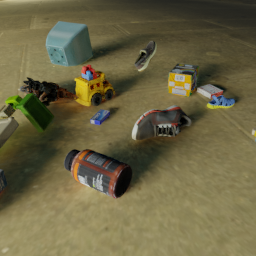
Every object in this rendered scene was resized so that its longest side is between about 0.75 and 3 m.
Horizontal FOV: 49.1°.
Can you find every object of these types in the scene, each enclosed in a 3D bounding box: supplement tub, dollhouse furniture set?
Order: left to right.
[{"bbox_3d":[-4.366,0.093,10.506,1.735,1.329,2.649,-4,44,34],"label":"dollhouse furniture set"},{"bbox_3d":[-0.928,1.245,8.250,1.955,1.046,1.046,19,37,26],"label":"supplement tub"}]

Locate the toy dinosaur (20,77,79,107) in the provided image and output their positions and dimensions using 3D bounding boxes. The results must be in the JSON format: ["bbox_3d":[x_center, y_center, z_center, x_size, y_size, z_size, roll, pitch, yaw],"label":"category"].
[{"bbox_3d":[-3.674,-1.671,12.656,2.924,1.493,1.984,-11,11,23],"label":"toy dinosaur"}]

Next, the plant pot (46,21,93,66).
[{"bbox_3d":[-3.713,-4.903,17.051,2.143,2.149,2.189,14,49,21],"label":"plant pot"}]

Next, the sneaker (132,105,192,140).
[{"bbox_3d":[1.365,-0.110,10.467,2.668,1.028,1.092,-24,46,-31],"label":"sneaker"}]

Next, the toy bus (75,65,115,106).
[{"bbox_3d":[-1.540,-2.066,12.822,1.224,1.731,1.803,26,39,36],"label":"toy bus"}]

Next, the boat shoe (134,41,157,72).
[{"bbox_3d":[0.850,-3.528,13.360,0.652,0.577,1.781,-2,57,47],"label":"boat shoe"}]

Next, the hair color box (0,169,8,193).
[{"bbox_3d":[-4.388,1.932,7.531,1.065,0.644,2.129,9,34,14],"label":"hair color box"}]

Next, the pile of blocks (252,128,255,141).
[{"bbox_3d":[5.122,0.395,10.014,0.759,0.575,1.849,-14,35,-21],"label":"pile of blocks"}]

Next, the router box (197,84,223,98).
[{"bbox_3d":[4.034,-1.814,13.796,0.823,0.224,0.917,-17,36,-25],"label":"router box"}]

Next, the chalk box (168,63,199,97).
[{"bbox_3d":[2.836,-2.494,14.028,1.156,1.148,1.852,14,34,23],"label":"chalk box"}]

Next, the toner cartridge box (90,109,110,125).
[{"bbox_3d":[-1.158,-0.461,11.700,0.440,0.200,0.926,12,35,18],"label":"toner cartridge box"}]

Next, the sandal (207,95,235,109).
[{"bbox_3d":[4.207,-1.205,12.548,1.294,0.564,0.514,-7,31,-14],"label":"sandal"}]
